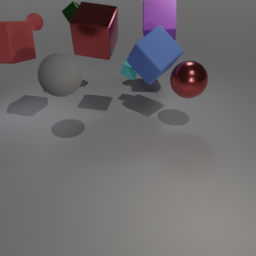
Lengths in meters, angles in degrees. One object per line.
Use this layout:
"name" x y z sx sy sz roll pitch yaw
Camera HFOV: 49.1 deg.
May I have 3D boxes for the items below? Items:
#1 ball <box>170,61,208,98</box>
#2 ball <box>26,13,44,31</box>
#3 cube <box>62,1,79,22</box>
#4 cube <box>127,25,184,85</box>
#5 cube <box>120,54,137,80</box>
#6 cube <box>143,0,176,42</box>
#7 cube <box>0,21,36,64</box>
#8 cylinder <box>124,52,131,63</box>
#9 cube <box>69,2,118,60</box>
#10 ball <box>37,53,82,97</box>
"ball" 2.280 -1.809 10.493 1.400 1.400 1.400 0 30 0
"ball" -3.870 -4.394 11.617 0.700 0.700 0.700 0 30 0
"cube" -2.331 -4.989 12.327 0.700 0.700 0.700 -33 0 17
"cube" 1.036 -2.829 11.033 1.400 1.400 1.400 -42 89 -20
"cube" 0.165 -2.725 12.561 0.700 0.700 0.700 28 60 -2
"cube" 1.411 -4.669 12.408 1.400 1.400 1.400 0 -7 8
"cube" -4.479 -3.201 10.379 1.400 1.400 1.400 5 23 17
"cylinder" 0.275 -3.570 14.815 0.700 0.700 0.700 29 20 -12
"cube" -1.195 -3.574 10.331 1.400 1.400 1.400 10 54 6
"ball" -2.185 -1.702 9.031 1.400 1.400 1.400 0 30 0
